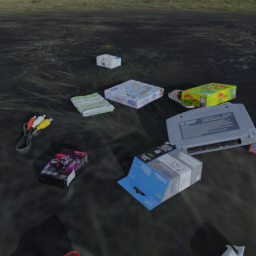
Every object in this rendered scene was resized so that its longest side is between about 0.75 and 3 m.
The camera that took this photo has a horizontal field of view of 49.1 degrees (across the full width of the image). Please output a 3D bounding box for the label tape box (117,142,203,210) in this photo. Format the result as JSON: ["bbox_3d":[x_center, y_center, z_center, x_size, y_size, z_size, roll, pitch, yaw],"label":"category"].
[{"bbox_3d":[0.877,1.219,7.722,1.952,0.618,1.408,-21,35,-33],"label":"label tape box"}]

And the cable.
[{"bbox_3d":[-3.491,0.135,9.805,0.978,0.507,2.013,6,29,10],"label":"cable"}]

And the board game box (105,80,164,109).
[{"bbox_3d":[0.294,-1.634,13.123,1.981,0.408,1.985,23,36,35],"label":"board game box"}]

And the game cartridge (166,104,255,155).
[{"bbox_3d":[2.616,-0.001,9.188,2.634,0.547,1.754,-11,36,11],"label":"game cartridge"}]

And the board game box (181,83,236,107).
[{"bbox_3d":[3.558,-1.457,12.236,2.429,0.578,1.234,-19,25,-41],"label":"board game box"}]

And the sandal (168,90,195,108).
[{"bbox_3d":[2.486,-1.435,12.686,0.652,0.488,1.702,-14,32,-24],"label":"sandal"}]

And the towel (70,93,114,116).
[{"bbox_3d":[-1.616,-1.097,12.285,1.415,0.291,1.897,-13,31,-24],"label":"towel"}]

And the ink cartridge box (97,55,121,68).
[{"bbox_3d":[-1.216,-4.222,17.700,1.267,0.544,0.928,21,34,35],"label":"ink cartridge box"}]

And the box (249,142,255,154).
[{"bbox_3d":[4.478,0.485,9.189,1.015,0.485,0.506,-22,36,-34],"label":"box"}]

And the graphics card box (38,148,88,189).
[{"bbox_3d":[-1.850,1.139,8.144,0.880,0.357,1.402,10,31,16],"label":"graphics card box"}]

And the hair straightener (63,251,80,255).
[{"bbox_3d":[-1.813,2.950,4.704,2.360,0.483,0.908,-14,32,-24],"label":"hair straightener"}]

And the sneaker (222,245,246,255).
[{"bbox_3d":[1.989,2.687,5.405,0.413,0.381,1.033,1,21,32],"label":"sneaker"}]

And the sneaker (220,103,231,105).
[{"bbox_3d":[3.841,-0.739,11.535,1.109,0.416,0.469,-12,28,-2],"label":"sneaker"}]
